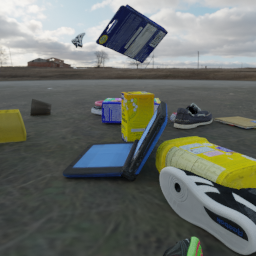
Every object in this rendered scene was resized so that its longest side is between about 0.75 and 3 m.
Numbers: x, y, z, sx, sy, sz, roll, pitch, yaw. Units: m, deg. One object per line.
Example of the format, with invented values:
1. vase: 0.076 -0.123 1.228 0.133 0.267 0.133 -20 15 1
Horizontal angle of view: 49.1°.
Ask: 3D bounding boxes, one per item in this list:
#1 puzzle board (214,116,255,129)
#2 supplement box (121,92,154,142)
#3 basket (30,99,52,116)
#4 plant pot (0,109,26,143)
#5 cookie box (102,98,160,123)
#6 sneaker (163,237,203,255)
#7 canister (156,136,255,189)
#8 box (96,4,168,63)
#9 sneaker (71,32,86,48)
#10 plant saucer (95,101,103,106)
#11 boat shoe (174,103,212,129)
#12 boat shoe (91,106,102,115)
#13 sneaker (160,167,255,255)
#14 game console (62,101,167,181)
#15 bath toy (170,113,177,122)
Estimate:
1. puzzle board: 4.752 -0.227 11.688 1.398 0.161 1.855 -4 14 -23
2. supplement box: 0.287 -0.329 8.855 0.864 1.577 0.858 -3 12 -13
3. basket: -4.273 -0.963 13.799 0.933 0.841 0.635 7 -11 -16
4. plant pot: -3.989 -0.102 9.310 1.068 0.942 1.068 -5 13 -19
5. cookie box: 0.189 -0.811 12.448 2.470 0.928 2.113 1 11 2
6. sneaker: 0.572 1.612 3.215 0.399 0.366 0.953 -17 1 31
7. canister: 1.625 0.805 5.610 1.378 0.803 1.856 -7 15 -27
8. box: 0.124 -3.226 9.679 2.527 1.531 0.410 7 44 -50
9. sneaker: -2.163 -3.949 12.759 0.329 0.536 0.823 9 48 43
10. plant saucer: -1.042 -1.274 15.767 1.607 0.407 1.607 -1 13 0
11. boat shoe: 2.815 -0.589 11.665 0.985 0.850 2.710 10 16 38
12. boat shoe: -0.680 -1.066 13.949 2.299 0.785 0.849 2 13 9
13. sneaker: 1.452 1.130 4.439 1.077 0.704 1.926 -10 25 -31
14. game console: -0.173 0.180 6.982 1.531 2.208 2.587 27 15 0
15. bath toy: 2.311 -0.540 12.514 1.085 0.401 0.472 -10 16 -35
